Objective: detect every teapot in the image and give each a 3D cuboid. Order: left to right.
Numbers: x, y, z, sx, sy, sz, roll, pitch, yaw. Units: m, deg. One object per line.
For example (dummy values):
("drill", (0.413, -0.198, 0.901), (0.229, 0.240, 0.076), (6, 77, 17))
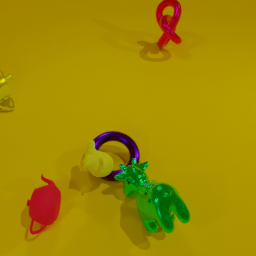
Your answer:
("teapot", (-3.915, -1.389, 8.248), (0.968, 1.229, 1.977), (-28, 94, -17))
("teapot", (-1.723, 1.508, 5.700), (0.634, 0.805, 1.295), (5, 53, -1))

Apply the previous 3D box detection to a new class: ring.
("ring", (-0.346, 0.658, 6.743), (1.284, 0.257, 1.284), (3, 63, -5))

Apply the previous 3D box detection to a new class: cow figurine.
("cow figurine", (0.429, 1.281, 5.656), (0.868, 1.581, 1.556), (-22, 79, -23))

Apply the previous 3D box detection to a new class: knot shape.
("knot shape", (1.508, -3.726, 10.523), (0.831, 1.683, 1.798), (-4, 72, -2))

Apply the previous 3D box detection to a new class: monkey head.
("monkey head", (-0.630, 0.672, 6.123), (0.651, 1.081, 0.777), (5, 85, 5))
